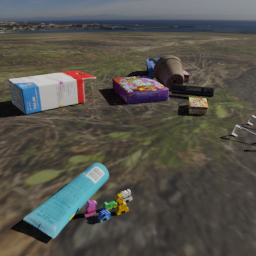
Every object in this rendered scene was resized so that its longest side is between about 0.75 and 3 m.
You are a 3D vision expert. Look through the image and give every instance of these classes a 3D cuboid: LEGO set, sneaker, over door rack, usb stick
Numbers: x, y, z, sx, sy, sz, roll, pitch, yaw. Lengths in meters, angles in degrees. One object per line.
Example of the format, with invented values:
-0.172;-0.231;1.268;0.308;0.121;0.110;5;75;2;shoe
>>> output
-0.274;1.315;4.932;0.956;0.392;0.365;-13;27;-29;LEGO set
1.608;-3.343;15.135;1.118;1.006;2.869;-4;21;9;sneaker
3.999;0.011;7.783;1.757;0.585;1.298;21;30;40;over door rack
2.636;-1.525;11.481;1.726;0.281;0.479;8;53;20;usb stick

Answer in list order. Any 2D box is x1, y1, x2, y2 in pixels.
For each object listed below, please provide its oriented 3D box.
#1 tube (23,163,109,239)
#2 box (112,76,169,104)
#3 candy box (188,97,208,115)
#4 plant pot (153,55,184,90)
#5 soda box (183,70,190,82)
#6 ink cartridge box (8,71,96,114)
-1.000;1.248;5.119;0.675;0.439;1.742;14;30;27;tube
0.439;-1.679;11.853;1.706;0.488;2.494;-7;24;-15;box
2.501;-0.798;10.029;0.628;0.301;1.088;4;23;10;candy box
1.968;-2.405;12.733;1.410;1.410;1.224;-4;39;-10;plant pot
2.792;-2.676;14.353;0.432;0.391;1.233;-2;24;-4;soda box
-2.818;-1.461;10.725;2.887;0.971;1.677;-16;28;-33;ink cartridge box
